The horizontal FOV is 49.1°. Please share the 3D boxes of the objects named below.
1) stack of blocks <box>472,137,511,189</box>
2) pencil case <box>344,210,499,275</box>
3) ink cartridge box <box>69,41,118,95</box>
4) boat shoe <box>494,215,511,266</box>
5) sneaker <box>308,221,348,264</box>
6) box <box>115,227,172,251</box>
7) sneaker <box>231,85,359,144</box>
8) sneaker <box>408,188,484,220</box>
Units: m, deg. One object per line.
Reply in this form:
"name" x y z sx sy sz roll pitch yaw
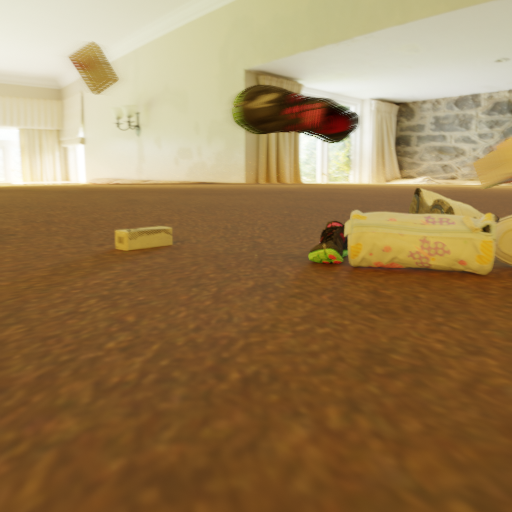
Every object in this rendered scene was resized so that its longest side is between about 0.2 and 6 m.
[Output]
"stack of blocks" 4.576 -1.731 9.447 1.044 0.531 1.814 -13 -9 -27
"pencil case" 2.657 -0.241 9.105 2.360 0.981 1.070 3 -6 20
"ink cartridge box" -3.113 -3.593 10.753 0.569 0.781 0.324 -38 53 -9
"boat shoe" 5.027 -0.120 8.784 2.740 0.971 0.957 11 11 22
"sneaker" 1.329 -0.265 10.111 0.653 0.713 1.701 2 10 14
"box" -2.346 -0.374 11.752 0.474 0.395 1.155 8 13 41
"sneaker" 0.698 -2.399 9.295 2.267 0.870 0.950 2 4 -19
"sneaker" 4.620 -0.934 13.827 1.326 1.134 3.044 9 16 -7
